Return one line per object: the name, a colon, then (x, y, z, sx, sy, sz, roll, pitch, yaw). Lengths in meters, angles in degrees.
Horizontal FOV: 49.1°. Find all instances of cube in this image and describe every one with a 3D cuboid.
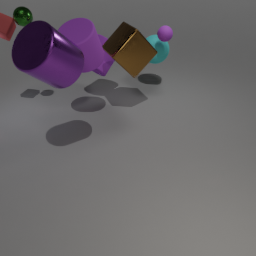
cube: (0.043, -3.162, 11.318, 1.400, 1.400, 1.400, -47, 39, 8)
cube: (-4.783, -3.878, 10.682, 0.700, 0.700, 0.700, 21, -10, -10)

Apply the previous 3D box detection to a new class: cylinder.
cylinder: (-2.147, -1.948, 7.659, 1.400, 1.400, 1.400, 20, -2, 27)
cylinder: (-1.308, -3.362, 13.019, 1.400, 1.400, 1.400, 29, 86, 37)
cylinder: (-1.698, -2.989, 10.202, 1.400, 1.400, 1.400, -6, 59, 10)

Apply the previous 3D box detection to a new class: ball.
ball: (1.361, -3.927, 13.999, 1.400, 1.400, 1.400, 0, 33, 0)
ball: (-3.889, -4.125, 10.373, 0.700, 0.700, 0.700, 0, 33, 0)
ball: (1.673, -4.255, 12.655, 0.700, 0.700, 0.700, 0, 33, 0)
